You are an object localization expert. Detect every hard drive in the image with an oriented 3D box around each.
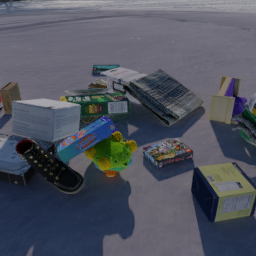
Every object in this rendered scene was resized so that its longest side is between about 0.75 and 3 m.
[{"bbox_3d":[-3.896,0.867,8.891,2.582,0.488,1.804,9,31,15],"label":"hard drive"}]

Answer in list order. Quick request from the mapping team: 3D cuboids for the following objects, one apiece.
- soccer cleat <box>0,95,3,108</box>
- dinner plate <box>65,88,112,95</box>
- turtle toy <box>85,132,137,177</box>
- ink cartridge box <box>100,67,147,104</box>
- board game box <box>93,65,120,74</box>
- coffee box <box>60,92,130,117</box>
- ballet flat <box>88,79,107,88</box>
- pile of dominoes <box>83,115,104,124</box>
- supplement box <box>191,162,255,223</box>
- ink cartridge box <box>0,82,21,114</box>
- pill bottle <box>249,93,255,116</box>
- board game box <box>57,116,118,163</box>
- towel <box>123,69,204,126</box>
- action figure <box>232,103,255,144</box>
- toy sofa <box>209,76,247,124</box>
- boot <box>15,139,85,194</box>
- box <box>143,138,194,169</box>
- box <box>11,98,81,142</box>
[{"bbox_3d":[-6.959,-1.590,12.738,2.977,1.090,1.016,13,32,21],"label":"soccer cleat"},{"bbox_3d":[-1.861,-1.723,13.297,2.252,0.273,2.252,-4,9,1],"label":"dinner plate"},{"bbox_3d":[-0.598,0.809,8.578,1.340,0.929,1.838,-30,38,-28],"label":"turtle toy"},{"bbox_3d":[0.049,-2.199,13.982,2.712,0.920,1.573,25,37,36],"label":"ink cartridge box"},{"bbox_3d":[-1.335,-3.658,17.332,1.675,0.236,1.133,-2,29,-4],"label":"board game box"},{"bbox_3d":[-1.451,-0.999,11.855,2.864,0.630,1.761,-5,18,-8],"label":"coffee box"},{"bbox_3d":[-1.459,-2.281,14.595,1.377,0.498,0.467,14,32,23],"label":"ballet flat"},{"bbox_3d":[-1.441,-0.443,11.667,0.684,0.140,0.877,7,29,11],"label":"pile of dominoes"},{"bbox_3d":[2.469,1.619,7.257,1.225,0.823,1.226,-6,30,-10],"label":"supplement box"},{"bbox_3d":[-5.089,-1.319,12.217,0.423,1.127,0.929,2,29,4],"label":"ink cartridge box"},{"bbox_3d":[5.587,-0.561,10.675,1.297,1.297,2.307,-2,29,-3],"label":"pill bottle"},{"bbox_3d":[-1.269,0.293,8.453,1.772,0.399,1.347,-32,14,-8],"label":"board game box"},{"bbox_3d":[1.620,-1.511,12.248,2.796,0.501,2.904,42,46,18],"label":"towel"},{"bbox_3d":[4.503,0.484,9.057,0.730,1.578,2.671,-32,45,-8],"label":"action figure"},{"bbox_3d":[4.469,-1.276,12.138,1.344,1.141,2.754,12,31,22],"label":"toy sofa"},{"bbox_3d":[-2.144,1.039,7.602,1.878,1.419,0.678,20,65,38],"label":"boot"},{"bbox_3d":[1.326,0.813,9.289,1.377,0.259,0.940,-14,32,-24],"label":"box"},{"bbox_3d":[-2.878,-0.354,10.007,1.741,1.138,1.732,11,12,19],"label":"box"}]
